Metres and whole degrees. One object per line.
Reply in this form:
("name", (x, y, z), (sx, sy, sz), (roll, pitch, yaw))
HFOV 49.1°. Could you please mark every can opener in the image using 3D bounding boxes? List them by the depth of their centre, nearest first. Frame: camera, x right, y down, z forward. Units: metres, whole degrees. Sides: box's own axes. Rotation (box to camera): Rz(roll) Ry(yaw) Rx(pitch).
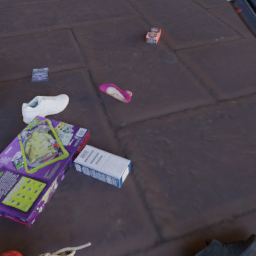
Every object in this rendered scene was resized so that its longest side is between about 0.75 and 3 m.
("can opener", (2.995, -3.202, 7.093), (0.845, 2.667, 1.048), (-39, 18, -7))

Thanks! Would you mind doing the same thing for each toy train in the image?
("toy train", (-1.799, 2.901, 4.629), (2.561, 1.084, 1.482), (-9, 55, -9))

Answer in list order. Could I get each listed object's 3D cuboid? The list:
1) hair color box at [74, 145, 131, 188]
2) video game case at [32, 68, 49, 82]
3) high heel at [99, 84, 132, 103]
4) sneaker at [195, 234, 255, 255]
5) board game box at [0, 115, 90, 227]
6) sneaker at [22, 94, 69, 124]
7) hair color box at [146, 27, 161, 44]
("hair color box", (-0.640, 0.949, 7.057), (1.284, 0.388, 0.642), (18, 47, 18))
("video game case", (-3.233, -1.965, 10.343), (0.578, 0.077, 0.809), (-7, 45, -7))
("high heel", (-0.457, -1.127, 9.245), (1.158, 0.390, 0.555), (21, 35, 3))
("sneaker", (1.870, 2.406, 5.481), (1.521, 0.457, 0.793), (-34, 58, -26))
("board game box", (-2.389, 0.888, 7.131), (1.763, 0.474, 2.938), (18, 46, 12))
("sneaker", (-2.518, -0.716, 8.646), (1.570, 0.629, 0.552), (-33, 51, -31))
("hair color box", (1.131, -4.104, 12.419), (0.491, 0.296, 0.968), (11, 45, 10))
